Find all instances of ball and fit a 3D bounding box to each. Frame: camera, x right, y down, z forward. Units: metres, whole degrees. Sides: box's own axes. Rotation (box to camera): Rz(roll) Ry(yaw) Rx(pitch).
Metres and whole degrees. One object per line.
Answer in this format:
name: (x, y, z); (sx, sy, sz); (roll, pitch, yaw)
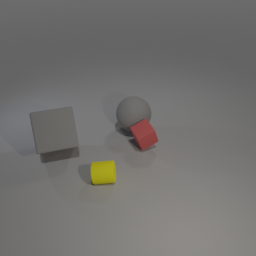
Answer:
ball: (0.227, -0.566, 11.121); (1.400, 1.400, 1.400); (0, 32, 0)

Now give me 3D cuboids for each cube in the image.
cube: (0.598, 0.238, 10.265); (0.700, 0.700, 0.700); (-29, 47, -4)
cube: (-2.604, 0.051, 9.964); (1.400, 1.400, 1.400); (-10, 4, -14)

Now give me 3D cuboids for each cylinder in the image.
cylinder: (-0.772, 1.406, 8.873); (0.700, 0.700, 0.700); (-6, 32, 4)
